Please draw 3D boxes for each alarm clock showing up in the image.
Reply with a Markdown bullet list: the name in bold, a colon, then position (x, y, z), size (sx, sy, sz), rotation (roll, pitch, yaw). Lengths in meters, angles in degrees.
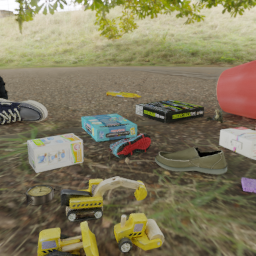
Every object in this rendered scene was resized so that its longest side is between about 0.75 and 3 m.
- **alarm clock**: position (-1.734, 1.358, 5.772), size (0.787, 0.262, 0.531), rotation (-15, 21, -37)

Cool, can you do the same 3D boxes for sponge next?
- **sponge**: position (2.982, 1.301, 6.218), size (0.823, 0.123, 0.459), rotation (4, 16, 16)

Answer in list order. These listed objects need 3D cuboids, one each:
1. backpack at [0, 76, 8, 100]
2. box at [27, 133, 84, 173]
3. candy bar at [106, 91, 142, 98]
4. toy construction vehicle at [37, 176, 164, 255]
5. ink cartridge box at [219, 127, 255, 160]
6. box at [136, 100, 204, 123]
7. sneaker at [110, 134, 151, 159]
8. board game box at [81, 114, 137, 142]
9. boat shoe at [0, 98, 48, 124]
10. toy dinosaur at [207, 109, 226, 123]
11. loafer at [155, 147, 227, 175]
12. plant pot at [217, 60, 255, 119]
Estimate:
- **backpack**: position (-7.363, -1.903, 14.327), size (1.911, 1.851, 2.278), rotation (-4, 17, 4)
- **box**: position (-1.941, 0.635, 7.548), size (1.310, 0.664, 0.737), rotation (-9, 20, -30)
- **candy bar**: position (-0.323, -2.147, 18.037), size (2.495, 0.276, 0.622), rotation (9, 15, 32)
- **toy construction vehicle**: position (-0.482, 1.445, 4.677), size (1.944, 0.685, 1.692), rotation (-3, 16, -10)
- **ink cartridge box**: position (3.683, 0.446, 8.442), size (0.947, 0.549, 1.627), rotation (-7, 17, -23)
- **box**: position (1.878, -0.818, 12.929), size (2.244, 0.552, 2.324), rotation (-7, 17, -31)
- **sneaker**: position (0.066, 0.453, 8.405), size (1.433, 0.568, 0.685), rotation (-13, 19, -39)
- **board game box**: position (-0.747, -0.060, 10.359), size (1.487, 0.462, 1.969), rotation (-7, 17, -22)
- **boat shoe**: position (-4.736, -0.518, 11.494), size (2.682, 1.001, 1.244), rotation (5, 33, 18)
- **toy dinosaur**: position (3.372, -0.372, 10.730), size (0.628, 0.338, 1.425), rotation (-3, -15, 26)
- **loafer**: position (1.614, 0.744, 7.229), size (1.822, 0.635, 0.685), rotation (3, 16, 11)
- **plant pot**: position (5.514, -1.665, 12.272), size (2.852, 2.852, 2.524), rotation (-14, 12, -40)
